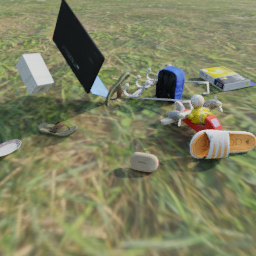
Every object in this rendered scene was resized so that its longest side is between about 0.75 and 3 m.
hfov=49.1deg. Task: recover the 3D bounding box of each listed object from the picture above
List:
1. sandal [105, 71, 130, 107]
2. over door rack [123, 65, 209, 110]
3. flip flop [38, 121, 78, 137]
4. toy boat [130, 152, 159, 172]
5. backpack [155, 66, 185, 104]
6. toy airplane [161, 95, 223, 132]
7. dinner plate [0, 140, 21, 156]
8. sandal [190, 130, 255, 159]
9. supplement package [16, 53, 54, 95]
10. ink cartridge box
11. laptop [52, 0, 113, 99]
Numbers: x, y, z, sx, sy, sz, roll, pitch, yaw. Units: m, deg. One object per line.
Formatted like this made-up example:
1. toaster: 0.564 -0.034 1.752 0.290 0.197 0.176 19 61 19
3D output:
1. sandal: -0.300 -1.176 8.698 0.364 1.276 0.507 37 1 4
2. over door rack: 1.592 -1.718 11.204 2.936 0.978 2.169 18 37 26
3. flip flop: -2.280 -0.024 9.029 1.333 0.384 0.541 8 33 13
4. toy boat: 0.459 0.910 7.569 0.755 0.493 0.493 9 4 14
5. backpack: 1.681 -1.783 11.001 1.032 1.270 1.066 21 38 32
6. toy airplane: 2.091 -0.501 8.934 1.834 1.300 1.842 8 33 14
7. dinner plate: -3.531 0.608 8.166 0.867 0.105 0.867 -12 28 7
8. sandal: 2.760 0.421 7.810 2.082 0.798 0.597 -5 6 -11
9. supplement package: -2.696 -1.565 8.105 0.589 1.004 0.587 -23 -7 -46
10. ink cartridge box: 4.512 -2.294 12.648 1.861 0.437 1.839 -14 34 -17
11. laptop: -1.321 -2.563 9.751 1.568 2.705 2.533 -23 72 -35
